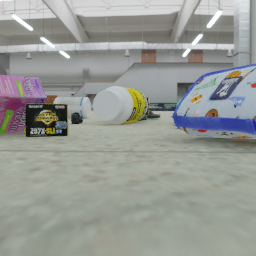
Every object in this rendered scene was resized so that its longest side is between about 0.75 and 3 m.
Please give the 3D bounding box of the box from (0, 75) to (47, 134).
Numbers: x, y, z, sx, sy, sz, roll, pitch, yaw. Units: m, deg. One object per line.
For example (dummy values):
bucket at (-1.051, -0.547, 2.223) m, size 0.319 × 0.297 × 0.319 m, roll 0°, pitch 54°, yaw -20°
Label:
box at (-3.131, -0.565, 7.112) m, size 1.611 × 0.779 × 1.417 m, roll -4°, pitch -37°, yaw -41°

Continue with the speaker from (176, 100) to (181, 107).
speaker at (3.165, -0.723, 11.178) m, size 1.261 × 1.261 × 2.850 m, roll -2°, pitch 5°, yaw -26°

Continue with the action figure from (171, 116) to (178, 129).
action figure at (1.999, -0.316, 9.474) m, size 0.787 × 0.676 × 1.324 m, roll 35°, pitch 66°, yaw 31°

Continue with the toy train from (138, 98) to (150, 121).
toy train at (-0.104, -0.998, 14.217) m, size 2.493 × 1.421 × 1.062 m, roll -4°, pitch 39°, yaw 9°

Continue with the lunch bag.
lunch bag at (2.654, -0.509, 5.916) m, size 2.731 × 1.691 × 2.322 m, roll -18°, pitch 13°, yaw -30°

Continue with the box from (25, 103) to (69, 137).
box at (-1.988, -0.200, 6.889) m, size 1.015 × 0.811 × 0.251 m, roll 0°, pitch 5°, yaw -18°

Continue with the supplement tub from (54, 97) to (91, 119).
supplement tub at (-3.364, -1.214, 17.040) m, size 2.004 × 1.322 × 1.322 m, roll 2°, pitch 4°, yaw 9°

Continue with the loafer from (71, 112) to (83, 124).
loafer at (-2.244, -0.453, 12.344) m, size 0.475 × 0.491 × 1.398 m, roll -2°, pitch 4°, yaw -3°

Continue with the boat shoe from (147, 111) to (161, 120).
boat shoe at (1.024, -0.756, 15.952) m, size 1.861 × 0.560 × 0.663 m, roll 3°, pitch 5°, yaw 35°

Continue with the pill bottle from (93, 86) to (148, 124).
pill bottle at (-0.300, -0.962, 11.989) m, size 1.576 × 1.576 × 2.802 m, roll 2°, pitch 5°, yaw 22°
